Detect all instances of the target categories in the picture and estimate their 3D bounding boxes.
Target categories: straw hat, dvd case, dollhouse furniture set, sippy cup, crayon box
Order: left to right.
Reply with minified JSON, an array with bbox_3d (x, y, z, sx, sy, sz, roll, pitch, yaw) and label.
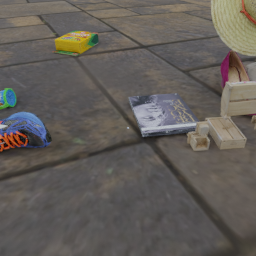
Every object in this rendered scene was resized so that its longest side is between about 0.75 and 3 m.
[{"bbox_3d":[-3.668,-0.863,8.229,0.520,0.557,0.709,-5,13,11],"label":"sippy cup"},{"bbox_3d":[-2.369,-3.886,12.728,1.308,0.523,2.061,12,36,18],"label":"crayon box"},{"bbox_3d":[0.958,-0.440,7.785,1.577,0.169,2.121,-5,32,-8],"label":"dvd case"},{"bbox_3d":[2.290,-0.653,6.438,1.798,2.108,1.029,-5,33,-6],"label":"dollhouse furniture set"},{"bbox_3d":[3.401,-3.162,6.707,2.757,2.757,1.167,-7,12,-10],"label":"straw hat"}]

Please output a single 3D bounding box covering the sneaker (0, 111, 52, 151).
[{"bbox_3d":[-2.860,0.222,6.377,2.464,0.928,0.966,1,40,18],"label":"sneaker"}]

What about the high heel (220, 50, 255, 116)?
[{"bbox_3d":[3.305,-1.366,8.302,0.843,1.202,2.500,-6,34,-5],"label":"high heel"}]

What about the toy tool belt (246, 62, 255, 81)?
[{"bbox_3d":[4.717,-1.408,8.144,1.430,1.453,2.327,-18,29,-21],"label":"toy tool belt"}]
